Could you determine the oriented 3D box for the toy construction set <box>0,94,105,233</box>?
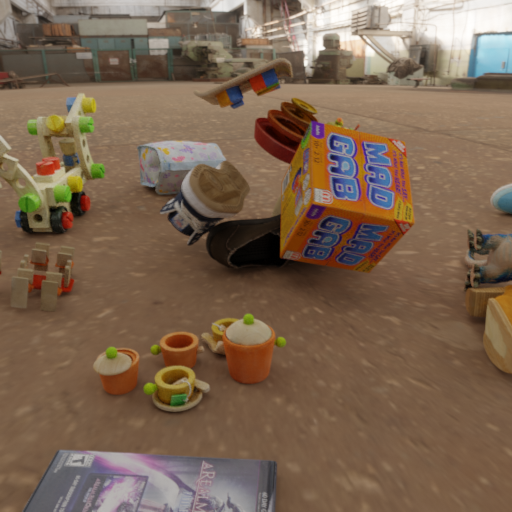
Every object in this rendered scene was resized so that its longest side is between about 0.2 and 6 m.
[{"bbox_3d":[-4.731,-2.048,12.518,1.896,2.699,4.117,6,23,15],"label":"toy construction set"}]

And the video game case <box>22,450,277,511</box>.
[{"bbox_3d":[-0.958,2.353,4.893,2.227,0.211,1.591,1,22,4],"label":"video game case"}]

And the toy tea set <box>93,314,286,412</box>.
[{"bbox_3d":[-0.823,1.150,7.001,2.315,0.857,1.377,-14,26,-32],"label":"toy tea set"}]

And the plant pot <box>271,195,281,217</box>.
[{"bbox_3d":[1.199,-1.033,11.983,1.838,1.234,1.838,1,22,0],"label":"plant pot"}]

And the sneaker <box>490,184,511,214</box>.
[{"bbox_3d":[6.558,-1.164,12.915,1.998,0.795,1.304,3,21,10],"label":"sneaker"}]

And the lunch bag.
[{"bbox_3d":[-2.068,-2.439,15.336,1.880,1.409,2.217,-10,14,-27],"label":"lunch bag"}]

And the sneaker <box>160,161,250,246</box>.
[{"bbox_3d":[-1.109,-0.851,10.259,1.627,1.051,2.998,-37,5,15],"label":"sneaker"}]

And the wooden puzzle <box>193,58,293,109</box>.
[{"bbox_3d":[-0.178,-3.393,11.384,1.930,0.447,1.787,-17,9,8],"label":"wooden puzzle"}]

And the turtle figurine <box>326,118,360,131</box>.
[{"bbox_3d":[1.337,-2.270,10.423,0.953,0.381,1.182,-43,27,-9],"label":"turtle figurine"}]

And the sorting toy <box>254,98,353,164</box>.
[{"bbox_3d":[1.430,-2.304,11.397,2.949,1.210,1.772,16,31,-28],"label":"sorting toy"}]

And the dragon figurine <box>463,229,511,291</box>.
[{"bbox_3d":[4.346,0.108,9.016,1.783,1.055,3.586,4,-5,14],"label":"dragon figurine"}]

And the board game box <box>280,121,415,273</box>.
[{"bbox_3d":[1.438,-0.928,9.419,1.674,1.675,1.674,10,59,-11],"label":"board game box"}]

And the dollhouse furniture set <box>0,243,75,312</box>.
[{"bbox_3d":[-3.843,0.405,9.347,1.515,0.789,1.531,8,20,-11],"label":"dollhouse furniture set"}]

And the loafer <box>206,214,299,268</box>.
[{"bbox_3d":[0.577,-0.194,10.397,2.907,1.061,1.037,-13,33,-12],"label":"loafer"}]

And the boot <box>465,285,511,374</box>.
[{"bbox_3d":[3.944,0.918,7.661,1.632,0.802,2.279,2,17,7],"label":"boot"}]
